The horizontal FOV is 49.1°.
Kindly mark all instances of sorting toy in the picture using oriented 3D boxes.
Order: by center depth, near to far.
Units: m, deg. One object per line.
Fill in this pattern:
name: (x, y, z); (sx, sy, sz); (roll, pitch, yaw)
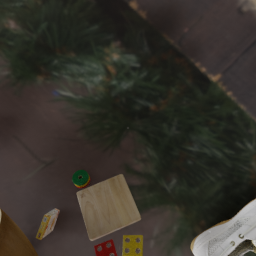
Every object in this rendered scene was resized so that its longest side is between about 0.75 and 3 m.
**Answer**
sorting toy: (-0.413, 1.909, 6.441); (1.191, 0.418, 2.471); (-22, 52, -7)

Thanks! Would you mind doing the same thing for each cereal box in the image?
cereal box: (-1.892, 2.272, 6.675); (0.152, 0.769, 0.553); (19, 88, 7)

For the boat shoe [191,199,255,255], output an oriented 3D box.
boat shoe: (2.838, 2.424, 6.366); (2.773, 0.961, 0.982); (-34, 128, 3)

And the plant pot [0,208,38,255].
plant pot: (-2.809, 2.818, 6.173); (1.584, 1.584, 1.699); (-39, 124, -3)
